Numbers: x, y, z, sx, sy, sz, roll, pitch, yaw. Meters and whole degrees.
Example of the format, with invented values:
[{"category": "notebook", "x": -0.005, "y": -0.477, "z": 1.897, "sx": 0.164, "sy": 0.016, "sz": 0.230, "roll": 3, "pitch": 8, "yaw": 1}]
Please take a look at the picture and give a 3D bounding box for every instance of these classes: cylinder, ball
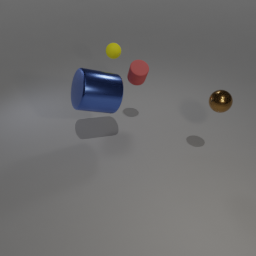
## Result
[{"category": "cylinder", "x": -1.074, "y": -1.247, "z": 9.559, "sx": 1.400, "sy": 1.400, "sz": 1.400, "roll": 4, "pitch": 27, "yaw": -29}, {"category": "ball", "x": -0.657, "y": -3.487, "z": 12.667, "sx": 0.700, "sy": 0.700, "sz": 0.700, "roll": 0, "pitch": 32, "yaw": 0}, {"category": "ball", "x": 2.815, "y": -0.813, "z": 8.518, "sx": 0.700, "sy": 0.700, "sz": 0.700, "roll": 0, "pitch": 32, "yaw": 0}, {"category": "cylinder", "x": 0.369, "y": -2.051, "z": 10.402, "sx": 0.700, "sy": 0.700, "sz": 0.700, "roll": 4, "pitch": 67, "yaw": -9}]
